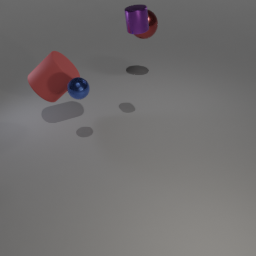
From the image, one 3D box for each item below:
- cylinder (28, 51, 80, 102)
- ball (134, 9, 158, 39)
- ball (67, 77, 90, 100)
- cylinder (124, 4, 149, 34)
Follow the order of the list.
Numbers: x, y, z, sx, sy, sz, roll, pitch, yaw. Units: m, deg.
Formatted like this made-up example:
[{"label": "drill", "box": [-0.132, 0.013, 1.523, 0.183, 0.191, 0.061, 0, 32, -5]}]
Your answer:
[{"label": "cylinder", "box": [-2.785, -1.925, 10.590, 1.400, 1.400, 1.400, -38, 29, 17]}, {"label": "ball", "box": [0.784, -5.145, 13.889, 1.400, 1.400, 1.400, 0, 33, 0]}, {"label": "ball", "box": [-1.559, -1.247, 8.823, 0.700, 0.700, 0.700, 0, 33, 0]}, {"label": "cylinder", "box": [0.277, -3.380, 8.711, 0.700, 0.700, 0.700, -6, 38, 4]}]
